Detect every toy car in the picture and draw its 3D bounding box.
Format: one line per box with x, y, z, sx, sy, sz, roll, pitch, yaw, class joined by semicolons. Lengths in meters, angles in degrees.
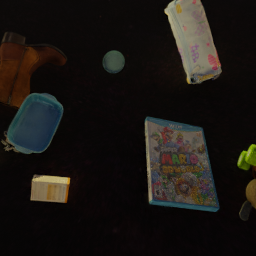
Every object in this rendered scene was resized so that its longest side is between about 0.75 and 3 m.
3.484;1.568;7.036;1.478;1.419;1.799;20;76;11;toy car

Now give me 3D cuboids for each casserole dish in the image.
-2.745;-0.122;8.398;1.218;0.390;2.011;23;62;-10;casserole dish

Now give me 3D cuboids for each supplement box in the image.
-1.991;1.560;7.194;0.914;0.576;0.336;8;19;-11;supplement box

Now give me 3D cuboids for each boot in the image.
-3.234;-1.752;9.401;2.251;0.819;2.391;16;71;-40;boot

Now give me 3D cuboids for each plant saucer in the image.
-0.507;-2.364;10.060;0.806;0.110;0.806;0;91;9;plant saucer

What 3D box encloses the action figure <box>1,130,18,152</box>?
-3.329;0.238;8.486;0.758;0.404;1.165;35;64;-1;action figure

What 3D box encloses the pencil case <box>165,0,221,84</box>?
2.171;-2.900;9.411;1.272;2.804;1.166;-26;15;-22;pencil case

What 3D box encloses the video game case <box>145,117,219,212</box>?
1.411;0.913;7.715;1.865;0.232;2.606;10;51;-14;video game case
